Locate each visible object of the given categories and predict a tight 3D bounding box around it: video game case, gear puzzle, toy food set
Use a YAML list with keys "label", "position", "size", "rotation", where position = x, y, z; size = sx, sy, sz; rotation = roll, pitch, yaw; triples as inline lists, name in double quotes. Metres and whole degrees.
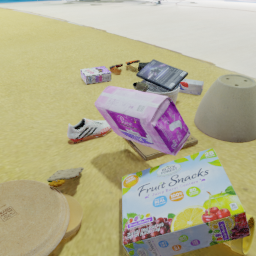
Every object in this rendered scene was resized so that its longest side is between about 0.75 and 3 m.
- label: "video game case"
  position: [1.407, -2.224, 11.634]
  size: [1.762, 0.167, 1.258]
  rotation: [29, 58, 29]
- label: "gear puzzle"
  position: [-1.637, 1.308, 7.285]
  size: [0.817, 0.206, 1.577]
  rotation: [-8, 3, 1]
- label: "toy food set"
  position: [-2.571, 2.075, 6.146]
  size: [2.653, 0.652, 2.680]
  rotation: [16, 34, 24]

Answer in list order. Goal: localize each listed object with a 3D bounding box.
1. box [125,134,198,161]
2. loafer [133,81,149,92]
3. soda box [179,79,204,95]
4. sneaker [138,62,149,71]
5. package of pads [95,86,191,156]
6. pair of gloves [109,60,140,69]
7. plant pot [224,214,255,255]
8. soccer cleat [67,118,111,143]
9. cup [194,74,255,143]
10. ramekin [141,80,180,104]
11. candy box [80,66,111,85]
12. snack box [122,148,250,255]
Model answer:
- label: "box"
  position: [1.053, 0.325, 9.470]
  size: [2.019, 0.215, 1.650]
  rotation: [-15, 34, -22]
- label: "loafer"
  position: [0.414, -1.419, 9.677]
  size: [0.310, 0.335, 0.890]
  rotation: [32, -6, -28]
- label: "soda box"
  position: [2.634, -1.953, 12.959]
  size: [1.610, 0.511, 0.550]
  rotation: [13, 33, 20]
- label: "sneaker"
  position: [1.023, -3.017, 14.651]
  size: [0.940, 0.670, 1.895]
  rotation: [-5, 26, -5]
- label: "package of pads"
  position: [0.295, -0.261, 7.290]
  size: [2.403, 1.448, 0.909]
  rotation: [18, 64, 49]
- label: "pair of gloves"
  position: [-0.187, -3.496, 15.439]
  size: [1.624, 0.201, 1.447]
  rotation: [-19, 16, -17]
- label: "plant pot"
  position: [2.195, 2.157, 5.960]
  size: [0.758, 0.805, 0.805]
  rotation: [7, 29, 40]
- label: "soccer cleat"
  position: [-1.265, -0.050, 9.591]
  size: [1.723, 0.734, 0.591]
  rotation: [-18, 36, -26]
- label: "cup"
  position: [3.712, -0.886, 9.994]
  size: [2.460, 1.759, 2.460]
  rotation: [0, 30, 0]
- label: "ramekin"
  position: [1.291, -1.421, 11.727]
  size: [1.674, 0.879, 1.674]
  rotation: [1, 32, 0]
- label: "candy box"
  position: [-1.634, -2.683, 14.206]
  size: [1.323, 0.473, 1.110]
  rotation: [-12, 33, -19]
- label: "snack box"
  position: [1.072, 1.612, 6.092]
  size: [2.352, 0.796, 1.983]
  rotation: [-18, 30, 10]
